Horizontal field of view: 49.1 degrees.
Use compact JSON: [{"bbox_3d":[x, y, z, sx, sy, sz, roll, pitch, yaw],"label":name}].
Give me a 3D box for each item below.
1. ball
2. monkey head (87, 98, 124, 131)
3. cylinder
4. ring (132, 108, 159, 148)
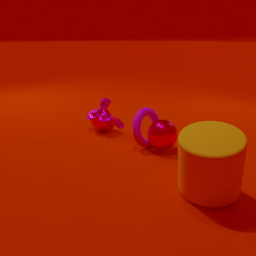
[{"bbox_3d":[0.869,0.169,7.072,0.768,0.768,0.768,0,19,0],"label":"ball"},{"bbox_3d":[-0.720,-0.386,8.482,1.273,0.916,0.767,15,-14,18],"label":"monkey head"},{"bbox_3d":[1.470,0.625,5.008,1.127,1.127,1.127,-5,31,3],"label":"cylinder"},{"bbox_3d":[0.495,-0.008,7.318,0.210,1.051,1.051,1,15,42],"label":"ring"}]
